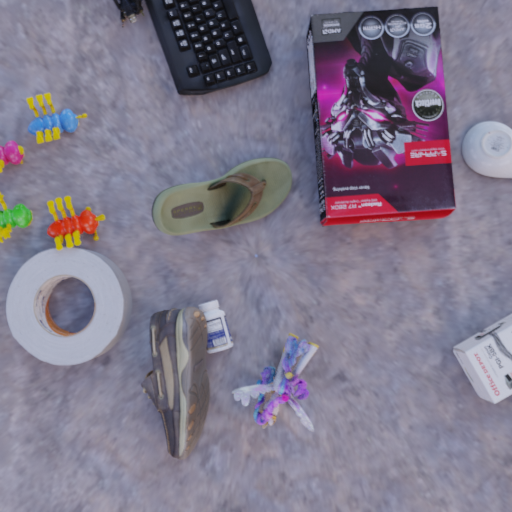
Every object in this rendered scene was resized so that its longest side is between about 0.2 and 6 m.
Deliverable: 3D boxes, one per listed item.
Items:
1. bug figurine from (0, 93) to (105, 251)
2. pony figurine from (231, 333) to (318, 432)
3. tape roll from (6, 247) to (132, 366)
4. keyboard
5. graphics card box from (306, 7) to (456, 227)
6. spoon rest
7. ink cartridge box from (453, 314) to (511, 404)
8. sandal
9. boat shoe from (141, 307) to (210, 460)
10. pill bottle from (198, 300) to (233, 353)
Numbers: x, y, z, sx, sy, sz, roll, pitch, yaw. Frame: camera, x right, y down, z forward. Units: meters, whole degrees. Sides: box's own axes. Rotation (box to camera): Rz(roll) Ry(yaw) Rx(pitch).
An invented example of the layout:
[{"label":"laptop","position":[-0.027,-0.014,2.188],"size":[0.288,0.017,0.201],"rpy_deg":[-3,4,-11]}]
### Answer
[{"label":"bug figurine","position":[-3.427,-1.185,8.710],"size":[1.906,0.632,2.458],"rpy_deg":[-11,83,-5]},{"label":"pony figurine","position":[0.403,1.906,8.196],"size":[1.239,1.437,1.488],"rpy_deg":[26,82,7]},{"label":"tape roll","position":[-2.861,0.762,8.647],"size":[1.785,0.590,1.785],"rpy_deg":[0,87,1]},{"label":"keyboard","position":[-1.393,-4.611,8.808],"size":[2.217,0.844,4.260],"rpy_deg":[-20,86,-1]},{"label":"graphics card box","position":[1.888,-2.125,8.682],"size":[1.999,0.810,3.186],"rpy_deg":[-3,86,0]},{"label":"spoon rest","position":[4.150,-1.517,8.868],"size":[1.792,0.543,0.890],"rpy_deg":[27,86,15]},{"label":"ink cartridge box","position":[3.874,1.541,8.630],"size":[1.283,0.532,0.942],"rpy_deg":[-30,88,-2]},{"label":"sandal","position":[-0.388,-0.811,8.354],"size":[2.339,0.668,0.929],"rpy_deg":[-23,109,-26]},{"label":"boat shoe","position":[-1.227,1.880,8.473],"size":[0.853,0.867,2.326],"rpy_deg":[4,96,18]},{"label":"pill bottle","position":[-0.653,1.094,8.714],"size":[0.422,0.422,0.760],"rpy_deg":[-15,87,-1]}]
